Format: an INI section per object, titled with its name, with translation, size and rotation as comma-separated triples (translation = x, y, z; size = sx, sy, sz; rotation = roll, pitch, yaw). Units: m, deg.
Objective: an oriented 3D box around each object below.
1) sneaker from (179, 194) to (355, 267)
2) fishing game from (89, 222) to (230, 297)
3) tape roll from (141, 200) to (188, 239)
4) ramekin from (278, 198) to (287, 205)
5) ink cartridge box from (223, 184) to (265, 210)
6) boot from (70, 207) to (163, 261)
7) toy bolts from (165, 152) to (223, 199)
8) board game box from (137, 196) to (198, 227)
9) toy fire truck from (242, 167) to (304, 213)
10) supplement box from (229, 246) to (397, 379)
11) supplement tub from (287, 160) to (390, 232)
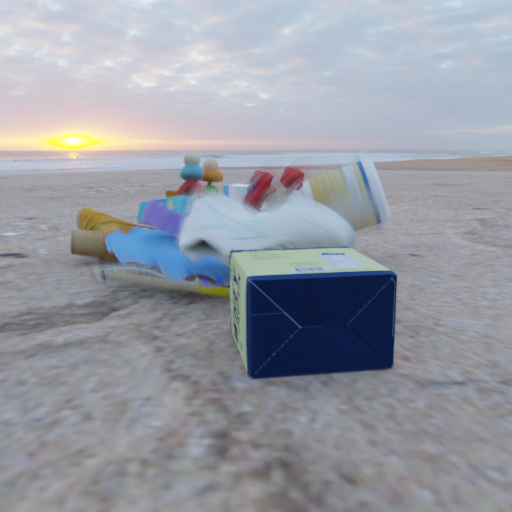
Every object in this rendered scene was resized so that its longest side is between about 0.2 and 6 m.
[sneaker]
translation = 0.090, -0.186, 7.705
size = 2.531, 0.890, 1.014
rotation = 5, 48, 26
[fishing game]
translation = -0.987, 0.073, 9.395
size = 3.005, 0.652, 4.197
rotation = 8, 13, -6
[tape roll]
translation = -1.472, -0.594, 9.429
size = 0.862, 0.366, 0.862
rotation = 27, 1, 0
[ramekin]
translation = 1.250, -1.555, 17.862
size = 1.066, 0.559, 1.066
rotation = 0, 12, 0
[ink cartridge box]
translation = -0.350, -2.026, 19.440
size = 1.365, 0.855, 0.878
rotation = 9, 14, 37
[boot]
translation = -2.814, -0.402, 11.697
size = 1.856, 0.912, 2.592
rotation = 3, 14, -15
[toy bolts]
translation = -1.477, -1.791, 12.609
size = 1.331, 0.967, 1.394
rotation = 1, -1, 8
[board game box]
translation = -1.436, -0.836, 12.487
size = 1.690, 0.525, 2.239
rotation = 11, -5, -33
[toy fire truck]
translation = 0.237, -1.051, 10.089
size = 0.336, 1.379, 0.973
rotation = 3, 28, -41
[supplement box]
translation = 0.534, 0.536, 6.182
size = 1.522, 1.022, 1.520
rotation = -2, 11, -9
[supplement tub]
translation = 1.592, -1.023, 10.957
size = 1.758, 1.272, 1.272
rotation = -18, 8, 12
